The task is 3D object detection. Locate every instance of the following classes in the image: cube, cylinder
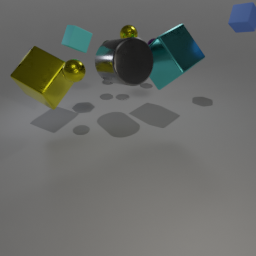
[{"bbox_3d":[-1.769,-3.077,9.675,0.700,0.700,0.700,14,11,-37],"label":"cube"},{"bbox_3d":[-0.140,-2.067,8.757,1.400,1.400,1.400,-16,20,-25],"label":"cylinder"},{"bbox_3d":[-2.986,-1.758,10.021,1.400,1.400,1.400,29,75,11],"label":"cube"},{"bbox_3d":[1.452,-2.410,9.594,1.400,1.400,1.400,-37,4,-33],"label":"cube"},{"bbox_3d":[4.000,-3.786,9.650,0.700,0.700,0.700,14,-3,45],"label":"cube"}]

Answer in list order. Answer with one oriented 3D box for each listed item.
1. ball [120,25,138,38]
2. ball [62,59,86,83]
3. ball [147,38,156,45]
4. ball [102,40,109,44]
[{"bbox_3d":[0.030,-3.603,10.784,0.700,0.700,0.700,0,31,0],"label":"ball"},{"bbox_3d":[-1.630,-1.726,8.455,0.700,0.700,0.700,0,31,0],"label":"ball"},{"bbox_3d":[1.219,-3.789,12.976,0.700,0.700,0.700,0,31,0],"label":"ball"},{"bbox_3d":[-0.950,-3.914,13.651,0.700,0.700,0.700,0,31,0],"label":"ball"}]
